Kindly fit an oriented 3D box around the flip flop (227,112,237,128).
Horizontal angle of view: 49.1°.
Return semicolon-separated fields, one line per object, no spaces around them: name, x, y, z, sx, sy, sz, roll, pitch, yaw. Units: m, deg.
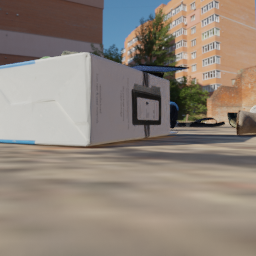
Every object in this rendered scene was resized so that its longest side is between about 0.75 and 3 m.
flip flop;4.378;-0.240;11.148;0.828;0.588;2.042;4;17;17

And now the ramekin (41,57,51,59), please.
ramekin;-3.510;-2.541;11.916;0.933;0.933;0.456;0;-32;21

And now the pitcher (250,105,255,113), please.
pitcher;7.035;-0.669;12.411;2.448;1.484;2.100;-13;17;-32

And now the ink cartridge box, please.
ink cartridge box;-0.366;-0.293;3.971;1.518;0.888;2.617;1;1;28

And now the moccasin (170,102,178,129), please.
moccasin;0.138;-0.317;7.694;2.426;0.827;0.976;2;5;16

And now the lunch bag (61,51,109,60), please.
lunch bag;-1.766;-1.804;11.894;2.155;2.569;1.790;-1;-8;-17

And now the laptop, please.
laptop;0.652;-1.530;10.537;2.262;2.553;1.318;-3;42;-30

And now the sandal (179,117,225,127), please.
sandal;3.416;-0.276;13.102;2.133;0.457;0.811;0;1;22

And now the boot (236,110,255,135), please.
boot;2.518;-0.073;5.180;0.940;0.452;1.286;8;10;23

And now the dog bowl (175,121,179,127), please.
dog bowl;2.075;-0.202;13.922;0.972;0.285;0.972;-1;2;0
